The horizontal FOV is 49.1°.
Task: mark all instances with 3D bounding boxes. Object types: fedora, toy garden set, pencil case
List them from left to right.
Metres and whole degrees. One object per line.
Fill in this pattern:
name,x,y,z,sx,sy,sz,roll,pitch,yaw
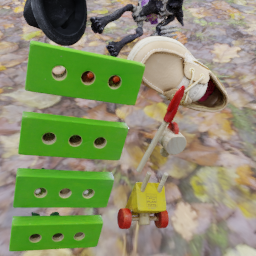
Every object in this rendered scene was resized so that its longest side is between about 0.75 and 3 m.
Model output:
fedora,-2.028,-3.175,7.480,0.998,2.185,2.185,1,40,28
toy garden set,-0.264,0.401,3.693,2.229,2.674,0.534,6,25,-21
pencil case,0.545,-4.275,8.057,0.967,2.303,0.985,-16,3,-17

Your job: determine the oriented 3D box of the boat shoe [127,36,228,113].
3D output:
boat shoe,1.187,-0.937,5.578,2.851,1.051,0.986,9,32,-45

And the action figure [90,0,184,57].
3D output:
action figure,0.634,-2.841,6.849,2.933,1.743,1.497,-35,35,-6
